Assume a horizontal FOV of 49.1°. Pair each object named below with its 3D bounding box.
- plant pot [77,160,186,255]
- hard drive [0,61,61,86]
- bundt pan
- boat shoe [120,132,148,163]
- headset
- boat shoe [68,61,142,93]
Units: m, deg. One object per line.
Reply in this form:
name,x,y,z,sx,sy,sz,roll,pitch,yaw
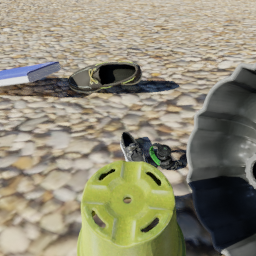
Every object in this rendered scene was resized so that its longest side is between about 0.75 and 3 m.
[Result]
plant pot,0.026,1.221,3.551,1.579,1.452,1.579,-1,47,1
hard drive,-3.465,-1.592,8.527,2.368,0.300,1.562,-3,23,23
bundt pan,2.145,0.568,3.756,1.109,2.955,2.955,2,29,-27
boat shoe,0.114,0.463,6.006,0.412,0.390,1.177,-12,34,-11
headset,0.711,0.620,5.583,0.409,0.538,0.871,-33,30,-30
boat shoe,-0.765,-1.595,8.451,2.346,0.836,0.706,-8,-3,9
